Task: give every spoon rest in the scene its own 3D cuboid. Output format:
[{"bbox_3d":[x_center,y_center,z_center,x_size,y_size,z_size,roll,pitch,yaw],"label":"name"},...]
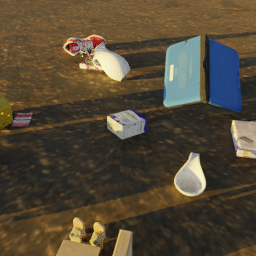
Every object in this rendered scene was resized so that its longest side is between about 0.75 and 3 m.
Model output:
[{"bbox_3d":[1.740,1.200,7.652,0.806,0.492,1.622,10,36,13],"label":"spoon rest"}]

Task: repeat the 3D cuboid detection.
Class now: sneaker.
[{"bbox_3d":[-2.436,-4.579,15.506,2.290,0.816,1.288,-2,31,10],"label":"sneaker"}]

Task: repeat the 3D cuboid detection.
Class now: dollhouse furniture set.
[{"bbox_3d":[-0.680,2.448,5.497,1.444,0.939,1.326,8,36,11],"label":"dollhouse furniture set"}]

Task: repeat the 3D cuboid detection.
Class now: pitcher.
[{"bbox_3d":[-0.820,-2.859,12.731,1.699,1.458,1.030,42,63,-3],"label":"pitcher"}]

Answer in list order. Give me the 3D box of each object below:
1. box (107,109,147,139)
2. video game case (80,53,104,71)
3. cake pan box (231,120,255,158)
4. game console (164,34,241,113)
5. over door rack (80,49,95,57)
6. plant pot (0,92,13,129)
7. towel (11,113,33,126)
[{"bbox_3d":[-0.030,-0.147,9.368,1.005,0.527,0.924,-17,32,-30],"label":"box"},{"bbox_3d":[-1.498,-3.357,14.254,1.404,0.277,1.549,10,37,14],"label":"video game case"},{"bbox_3d":[4.223,0.369,8.883,1.651,0.432,1.521,5,38,7],"label":"cake pan box"},{"bbox_3d":[2.952,-1.994,11.183,2.503,1.735,2.932,-10,62,34],"label":"game console"},{"bbox_3d":[-2.105,-4.087,15.150,0.763,0.344,1.033,-18,18,-24],"label":"over door rack"},{"bbox_3d":[-4.646,-0.533,9.659,0.995,1.128,1.128,30,44,19],"label":"plant pot"},{"bbox_3d":[-3.820,-0.321,10.137,0.588,0.093,0.816,-2,35,-4],"label":"towel"}]
